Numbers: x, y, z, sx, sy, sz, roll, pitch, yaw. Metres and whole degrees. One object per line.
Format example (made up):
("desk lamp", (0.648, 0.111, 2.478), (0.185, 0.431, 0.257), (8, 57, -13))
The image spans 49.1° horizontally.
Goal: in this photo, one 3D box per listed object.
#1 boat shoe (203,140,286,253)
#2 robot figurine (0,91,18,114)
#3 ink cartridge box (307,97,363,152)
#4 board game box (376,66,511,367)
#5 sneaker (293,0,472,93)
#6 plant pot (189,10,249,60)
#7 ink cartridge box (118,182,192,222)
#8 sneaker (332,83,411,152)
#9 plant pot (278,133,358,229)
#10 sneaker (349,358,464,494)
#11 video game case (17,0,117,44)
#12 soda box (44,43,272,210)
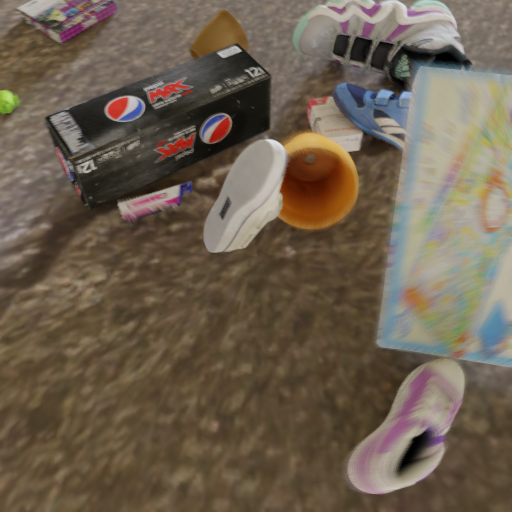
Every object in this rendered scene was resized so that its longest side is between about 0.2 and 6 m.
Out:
("boat shoe", (-0.017, -0.790, 8.069), (0.771, 2.208, 0.783), (-1, 53, -31))
("robot figurine", (-4.794, -2.937, 10.680), (0.446, 0.294, 0.509), (-15, 56, -10))
("ink cartridge box", (1.422, -2.387, 10.197), (0.772, 0.449, 1.059), (-7, 54, -6))
("board game box", (3.190, -0.478, 7.559), (2.569, 0.654, 3.821), (9, 86, 8))
("sneaker", (2.505, -3.859, 10.709), (3.338, 1.298, 2.335), (-8, 55, -5))
("plant pot", (-0.827, -4.284, 11.329), (1.003, 0.934, 0.934), (-38, 62, -10))
("ink cartridge box", (-1.572, -0.856, 8.934), (1.189, 0.563, 0.221), (-21, 82, -8))
("sneaker", (2.468, -2.481, 9.687), (2.381, 0.979, 0.880), (29, 43, 5))
("plant pot", (0.861, -1.340, 8.940), (1.396, 1.396, 1.278), (2, 32, 1))
("sneaker", (2.053, 1.962, 6.628), (0.752, 1.183, 2.075), (42, 63, 6))
("video game case", (-4.189, -5.470, 12.453), (1.468, 0.290, 1.620), (34, 62, 22))
("soda box", (-1.541, -2.258, 9.578), (3.666, 1.297, 1.161), (-27, 60, -19))
